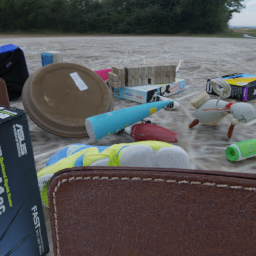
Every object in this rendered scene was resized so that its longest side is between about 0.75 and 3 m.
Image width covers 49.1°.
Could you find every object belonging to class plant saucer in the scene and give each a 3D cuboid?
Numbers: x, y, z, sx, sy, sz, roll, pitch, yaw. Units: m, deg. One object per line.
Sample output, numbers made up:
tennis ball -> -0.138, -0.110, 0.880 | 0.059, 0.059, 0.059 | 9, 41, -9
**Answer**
plant saucer -> -1.511, -0.860, 7.397 | 2.430, 0.358, 2.430 | 10, 56, -15

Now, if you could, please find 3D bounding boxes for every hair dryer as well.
hair dryer -> 0.568, -0.009, 7.062 | 1.338, 0.477, 1.757 | -14, 27, -35

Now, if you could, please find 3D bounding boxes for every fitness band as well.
fitness band -> -1.163, -2.140, 11.599 | 2.671, 0.500, 1.919 | -5, 6, 18

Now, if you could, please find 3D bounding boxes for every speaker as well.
speaker -> 2.514, 0.467, 5.995 | 0.847, 0.374, 0.374 | -10, 24, -24

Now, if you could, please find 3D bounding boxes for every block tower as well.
block tower -> 0.602, -2.009, 10.451 | 2.596, 0.701, 0.750 | -10, 25, -21

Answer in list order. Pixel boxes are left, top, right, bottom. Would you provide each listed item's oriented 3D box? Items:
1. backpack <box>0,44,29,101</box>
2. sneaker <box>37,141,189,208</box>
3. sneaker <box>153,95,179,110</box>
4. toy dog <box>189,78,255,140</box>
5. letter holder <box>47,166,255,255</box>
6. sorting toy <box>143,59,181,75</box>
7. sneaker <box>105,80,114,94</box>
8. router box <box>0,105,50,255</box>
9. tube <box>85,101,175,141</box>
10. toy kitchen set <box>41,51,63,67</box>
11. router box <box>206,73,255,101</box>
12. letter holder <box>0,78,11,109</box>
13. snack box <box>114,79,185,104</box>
backpack -> -4.906, -1.829, 9.896 | 2.304, 1.873, 1.934 | -26, 34, -32
sneaker -> -0.302, 0.567, 4.918 | 2.571, 0.974, 1.351 | -6, 22, -13
sneaker -> 1.263, -0.855, 9.434 | 0.420, 0.389, 1.035 | -4, 23, -42
toy dog -> 2.144, -0.300, 7.030 | 1.343, 0.981, 2.036 | 42, -4, 5
letter holder -> 1.079, 1.018, 2.216 | 2.962, 2.105, 1.490 | 6, 22, 16
sorting toy -> 1.588, -2.651, 12.919 | 1.809, 0.967, 1.629 | 1, 17, 3
sneaker -> -0.578, -1.737, 11.426 | 0.670, 0.621, 1.654 | 2, 15, 37
router box -> -1.566, 0.905, 2.723 | 0.606, 1.952, 1.462 | 8, 24, 23
tube -> 0.050, -0.290, 6.766 | 2.150, 0.542, 0.833 | -20, 6, -23
toy kitchen set -> -2.657, -1.744, 9.931 | 2.700, 1.591, 2.163 | 16, 27, 36
router box -> 4.495, -1.685, 11.129 | 2.316, 0.591, 1.727 | -18, 28, -38
letter holder -> -3.315, 0.005, 5.343 | 1.202, 1.699, 2.391 | 1, 22, 3
snack box -> 0.897, -1.583, 11.004 | 1.549, 0.494, 2.666 | 18, 28, 38
